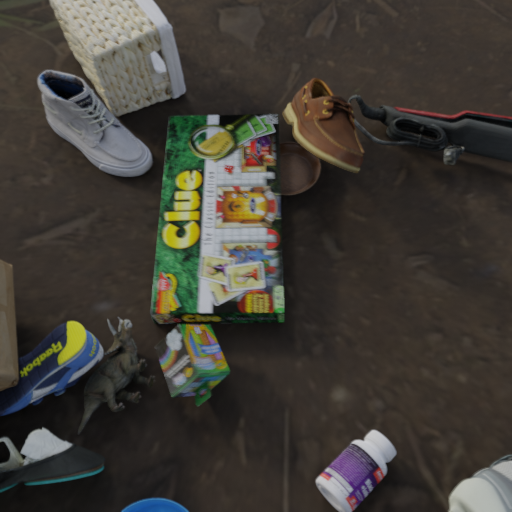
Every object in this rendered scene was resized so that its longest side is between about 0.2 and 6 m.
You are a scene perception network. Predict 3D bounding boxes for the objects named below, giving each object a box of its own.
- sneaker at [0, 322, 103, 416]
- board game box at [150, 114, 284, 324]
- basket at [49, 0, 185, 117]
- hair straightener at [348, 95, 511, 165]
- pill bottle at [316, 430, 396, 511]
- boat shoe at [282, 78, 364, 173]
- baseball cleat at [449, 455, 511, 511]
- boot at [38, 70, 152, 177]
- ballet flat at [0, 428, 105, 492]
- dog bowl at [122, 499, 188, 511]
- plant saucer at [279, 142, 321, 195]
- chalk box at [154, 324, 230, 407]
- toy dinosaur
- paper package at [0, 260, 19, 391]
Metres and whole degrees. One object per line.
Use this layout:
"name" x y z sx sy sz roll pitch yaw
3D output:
"sneaker" -2.989 1.698 7.902 1.895 0.779 0.701 -32 59 6
"board game box" -0.583 -0.760 9.385 2.048 0.459 3.910 -3 62 3
"basket" -2.712 -4.184 10.865 1.575 1.730 2.553 -28 62 -12
"hair straightener" 3.355 -2.241 9.978 3.561 0.729 1.370 16 38 5
"pill bottle" 1.323 2.784 7.286 1.030 0.574 0.574 -39 66 -20
"boat shoe" 1.183 -2.300 9.549 0.972 0.912 2.700 17 29 -24
"baseball cleat" 3.744 3.856 6.292 1.764 1.156 3.315 -27 63 -13
"boot" -2.966 -2.405 10.063 2.467 1.179 0.907 30 64 17
"ballet flat" -3.025 2.669 7.216 2.041 0.694 0.698 -12 88 -8
"dog bowl" -1.266 4.052 6.545 1.214 0.540 2.178 3 58 2
"plant saucer" 0.573 -1.530 10.069 1.164 0.213 1.164 -2 62 3
"chalk box" -0.858 1.562 7.846 0.647 0.651 1.044 8 48 -48
"toy dinosaur" -2.022 1.768 7.947 0.856 0.644 1.674 14 63 30
"paper package" -4.394 1.075 7.728 1.924 1.044 2.019 -23 61 12
